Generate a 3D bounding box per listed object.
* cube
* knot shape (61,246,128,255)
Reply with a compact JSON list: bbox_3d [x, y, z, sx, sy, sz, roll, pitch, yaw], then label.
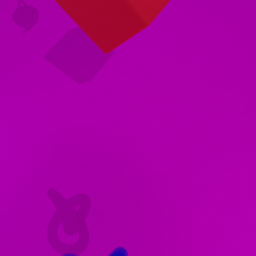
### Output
[{"bbox_3d":[-0.140,-2.183,4.160,1.331,1.331,1.331,44,67,-20],"label":"cube"},{"bbox_3d":[-0.388,2.155,3.298,0.656,1.420,1.329,-7,73,18],"label":"knot shape"}]
